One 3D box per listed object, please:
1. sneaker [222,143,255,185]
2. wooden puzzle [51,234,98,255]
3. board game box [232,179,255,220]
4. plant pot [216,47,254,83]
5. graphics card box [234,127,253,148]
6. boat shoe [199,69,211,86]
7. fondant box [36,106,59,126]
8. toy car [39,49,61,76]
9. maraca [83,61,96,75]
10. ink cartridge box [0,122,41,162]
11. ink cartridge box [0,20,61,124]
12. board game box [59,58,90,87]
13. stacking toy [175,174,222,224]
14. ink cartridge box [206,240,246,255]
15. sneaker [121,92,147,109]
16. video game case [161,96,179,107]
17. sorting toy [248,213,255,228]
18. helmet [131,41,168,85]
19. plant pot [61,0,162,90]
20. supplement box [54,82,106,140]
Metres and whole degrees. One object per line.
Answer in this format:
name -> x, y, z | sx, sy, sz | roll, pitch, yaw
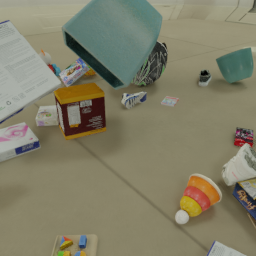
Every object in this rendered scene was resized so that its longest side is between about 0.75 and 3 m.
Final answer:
sneaker -> 3.305, 1.126, 8.359 | 2.211, 1.098, 0.861 | -6, 59, -56
wooden puzzle -> -1.201, 2.727, 6.243 | 0.967, 0.224, 0.896 | 0, 30, 1
board game box -> 4.379, 1.937, 7.131 | 2.709, 0.469, 1.836 | -5, 30, -18
plant pot -> 5.741, -3.222, 14.800 | 1.823, 1.463, 1.823 | -16, 1, 0
graphics card box -> 4.249, 0.346, 10.270 | 0.623, 0.253, 0.993 | 11, 31, 19
boat shoe -> 4.260, -2.905, 15.383 | 0.682, 0.671, 1.891 | 8, 31, 13
fondant box -> -3.296, -0.530, 11.668 | 0.857, 0.346, 1.187 | -3, 30, -5
toy car -> -4.763, -3.762, 15.919 | 1.484, 1.610, 1.424 | -15, 33, -24
maraca -> -2.349, -3.518, 16.286 | 1.679, 0.898, 1.151 | 6, 14, 44
ink cartridge box -> -4.507, 0.428, 9.953 | 2.081, 0.459, 2.120 | -21, 38, -31
ink cartridge box -> -3.179, -1.436, 7.063 | 2.193, 2.197, 0.446 | -43, 8, -40
board game box -> -2.956, -3.063, 15.269 | 1.528, 0.315, 1.531 | -39, 37, -1
stacking toy -> 1.667, 1.932, 7.225 | 1.341, 0.979, 0.979 | -41, 47, -23
ink cartridge box -> 2.138, 3.140, 5.446 | 1.536, 0.312, 1.533 | 20, 36, 30
sneaker -> 0.179, -1.413, 12.962 | 1.383, 0.559, 0.799 | -27, 42, -35
video game case -> 1.972, -1.251, 13.161 | 0.629, 0.077, 0.880 | 13, 33, 21
sorting toy -> 3.370, 2.298, 7.026 | 0.495, 0.174, 1.027 | -2, 31, -3
helmet -> 0.780, -3.511, 14.395 | 2.700, 2.700, 2.574 | 1, 37, 2
plant pot -> -0.388, -3.444, 10.331 | 2.869, 2.817, 2.809 | -50, 11, -2
supplement box -> -1.776, -0.653, 10.572 | 1.631, 1.653, 1.098 | -13, 33, -21
